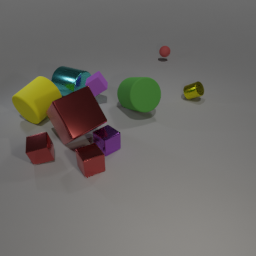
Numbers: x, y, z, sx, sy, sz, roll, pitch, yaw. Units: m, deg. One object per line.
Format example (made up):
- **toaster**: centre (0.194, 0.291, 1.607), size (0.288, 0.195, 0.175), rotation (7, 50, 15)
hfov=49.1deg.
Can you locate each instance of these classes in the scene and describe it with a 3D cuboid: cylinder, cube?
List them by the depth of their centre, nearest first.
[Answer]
- **cube**: centre (-1.180, 1.014, 8.825), size (0.700, 0.700, 0.700), rotation (-18, 37, -24)
- **cube**: centre (-2.862, 0.669, 9.138), size (0.700, 0.700, 0.700), rotation (-14, 48, -2)
- **cube**: centre (-0.733, 0.428, 9.744), size (0.700, 0.700, 0.700), rotation (-27, 43, -34)
- **cube**: centre (-1.822, -0.410, 9.780), size (1.400, 1.400, 1.400), rotation (-30, 3, -27)
- **cylinder**: centre (-3.640, -1.127, 11.288), size (1.400, 1.400, 1.400), rotation (20, 53, 28)
- **cylinder**: centre (0.440, -1.412, 11.677), size (1.400, 1.400, 1.400), rotation (-14, 15, -21)
- **cube**: centre (-1.371, -1.944, 12.302), size (0.700, 0.700, 0.700), rotation (-29, 28, 16)
- **cylinder**: centre (3.048, -1.730, 12.980), size (0.700, 0.700, 0.700), rotation (-14, 14, 47)
- **cylinder**: centre (-2.597, -2.082, 13.091), size (1.400, 1.400, 1.400), rotation (17, 36, 25)

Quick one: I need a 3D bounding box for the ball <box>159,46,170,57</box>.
- **ball**: centre (2.310, -4.794, 17.556), size (0.700, 0.700, 0.700), rotation (0, 32, 0)
